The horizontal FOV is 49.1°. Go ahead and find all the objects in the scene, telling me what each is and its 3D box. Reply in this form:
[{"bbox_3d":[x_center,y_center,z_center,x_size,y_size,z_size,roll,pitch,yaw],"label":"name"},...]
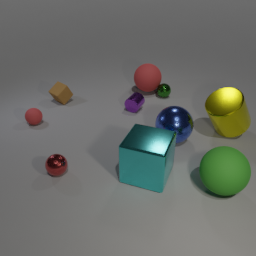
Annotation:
[{"bbox_3d":[1.786,-1.870,13.939,0.700,0.700,0.700,0,31,0],"label":"ball"},{"bbox_3d":[0.303,-1.163,12.685,0.700,0.700,0.700,17,42,25],"label":"cylinder"},{"bbox_3d":[1.710,-0.124,10.363,1.400,1.400,1.400,0,31,0],"label":"ball"},{"bbox_3d":[2.759,1.219,8.017,1.400,1.400,1.400,0,31,0],"label":"ball"},{"bbox_3d":[-3.911,-0.487,11.624,0.700,0.700,0.700,0,31,0],"label":"ball"},{"bbox_3d":[0.618,0.892,8.677,1.400,1.400,1.400,11,33,18],"label":"cube"},{"bbox_3d":[3.793,-0.583,10.614,1.400,1.400,1.400,-20,46,21],"label":"cylinder"},{"bbox_3d":[0.992,-2.541,14.131,1.400,1.400,1.400,0,31,0],"label":"ball"},{"bbox_3d":[-3.172,-1.653,13.266,0.700,0.700,0.700,27,71,32],"label":"cube"},{"bbox_3d":[-2.276,1.169,8.916,0.700,0.700,0.700,0,31,0],"label":"ball"}]
